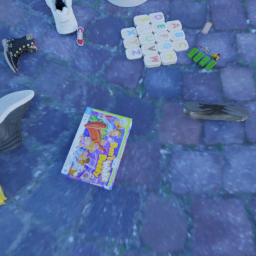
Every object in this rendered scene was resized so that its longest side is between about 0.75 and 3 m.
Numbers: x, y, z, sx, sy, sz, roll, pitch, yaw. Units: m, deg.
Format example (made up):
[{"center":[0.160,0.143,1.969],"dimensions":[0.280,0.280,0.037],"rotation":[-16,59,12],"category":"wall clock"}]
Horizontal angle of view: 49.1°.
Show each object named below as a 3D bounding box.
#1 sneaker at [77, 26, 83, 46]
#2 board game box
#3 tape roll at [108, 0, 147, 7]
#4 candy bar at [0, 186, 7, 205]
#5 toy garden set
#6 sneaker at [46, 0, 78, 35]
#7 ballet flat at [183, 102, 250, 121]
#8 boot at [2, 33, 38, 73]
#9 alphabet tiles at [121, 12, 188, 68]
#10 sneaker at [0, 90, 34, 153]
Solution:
[{"center":[-1.931,-3.738,11.319],"dimensions":[0.268,0.423,0.752],"rotation":[-3,69,-16],"category":"sneaker"},{"center":[-0.979,0.644,9.363],"dimensions":[1.636,0.545,2.434],"rotation":[15,67,6],"category":"board game box"},{"center":[-0.030,-6.614,11.941],"dimensions":[2.330,1.600,2.330],"rotation":[0,66,0],"category":"tape roll"},{"center":[-4.604,1.236,8.833],"dimensions":[0.676,0.300,2.712],"rotation":[-23,86,-17],"category":"candy bar"},{"center":[3.021,-2.811,11.063],"dimensions":[1.070,0.213,0.892],"rotation":[41,74,17],"category":"toy garden set"},{"center":[-2.823,-5.297,11.556],"dimensions":[1.095,1.280,2.939],"rotation":[-22,67,-8],"category":"sneaker"},{"center":[3.112,-0.513,9.930],"dimensions":[2.371,0.550,0.799],"rotation":[3,37,-5],"category":"ballet flat"},{"center":[-4.159,-2.977,10.934],"dimensions":[1.228,0.597,1.631],"rotation":[-19,62,-7],"category":"boot"},{"center":[1.074,-3.641,11.422],"dimensions":[2.548,0.190,2.605],"rotation":[-10,66,-4],"category":"alphabet tiles"},{"center":[-3.947,-0.237,9.606],"dimensions":[0.970,1.361,2.744],"rotation":[0,35,15],"category":"sneaker"}]
